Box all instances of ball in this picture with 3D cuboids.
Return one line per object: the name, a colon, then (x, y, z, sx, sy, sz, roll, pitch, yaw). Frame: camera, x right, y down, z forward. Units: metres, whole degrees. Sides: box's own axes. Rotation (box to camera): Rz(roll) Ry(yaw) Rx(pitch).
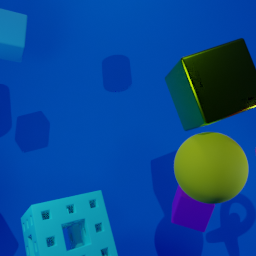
ball: (1.602, 0.768, 5.481, 1.386, 1.386, 1.386, 0, 72, 0)

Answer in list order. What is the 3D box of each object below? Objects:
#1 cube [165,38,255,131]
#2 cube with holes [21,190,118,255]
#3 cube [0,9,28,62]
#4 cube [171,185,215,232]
cube: (1.737, -0.823, 5.832, 1.345, 1.345, 1.345, -20, 87, -8)
cube with holes: (-1.102, 1.980, 5.023, 1.230, 1.230, 1.230, -5, 68, -31)
cube: (-2.884, -2.169, 6.595, 0.846, 0.846, 0.846, 6, 75, -25)
cube: (1.457, 1.739, 6.359, 0.754, 0.754, 0.754, 15, 111, 5)
